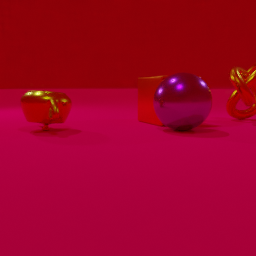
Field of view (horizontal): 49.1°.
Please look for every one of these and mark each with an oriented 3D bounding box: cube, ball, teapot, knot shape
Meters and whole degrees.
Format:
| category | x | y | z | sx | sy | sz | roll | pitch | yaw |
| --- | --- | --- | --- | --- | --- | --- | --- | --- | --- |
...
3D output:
| category | x | y | z | sx | sy | sz | roll | pitch | yaw |
| --- | --- | --- | --- | --- | --- | --- | --- | --- | --- |
| cube | 1.152 | -0.818 | 8.090 | 1.318 | 1.318 | 1.318 | -4 | 10 | -26 |
| ball | 1.287 | -0.620 | 6.644 | 1.373 | 1.373 | 1.373 | 0 | 9 | 0 |
| teapot | -1.971 | -0.412 | 6.722 | 1.178 | 0.927 | 1.894 | 1 | 4 | -30 |
| knot shape | 3.507 | -1.194 | 8.344 | 0.873 | 1.890 | 1.768 | 19 | 8 | 36 |
